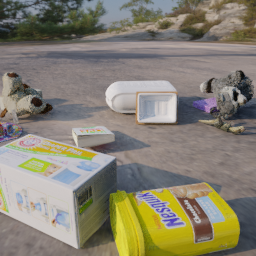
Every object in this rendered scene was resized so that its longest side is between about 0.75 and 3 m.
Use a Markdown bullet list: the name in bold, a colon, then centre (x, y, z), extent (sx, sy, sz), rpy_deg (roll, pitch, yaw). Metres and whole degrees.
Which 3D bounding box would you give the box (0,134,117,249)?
- **box**: centre (-1.522, 1.073, 5.474), extent (2.347, 1.189, 1.320), rpy_deg (12, 24, 27)

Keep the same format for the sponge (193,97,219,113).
- **sponge**: centre (3.716, -1.027, 12.004), extent (1.694, 0.253, 0.945), rpy_deg (-14, 27, -31)

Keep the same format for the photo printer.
- **photo printer**: centre (0.492, -1.354, 11.823), extent (2.846, 0.988, 2.368), rpy_deg (-1, 21, -4)

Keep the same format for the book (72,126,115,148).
- **book**: centre (-1.082, 0.221, 8.485), extent (1.070, 0.385, 1.602), rpy_deg (-6, 10, -15)

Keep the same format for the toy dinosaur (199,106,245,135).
- **toy dinosaur**: centre (3.051, -0.261, 9.483), extent (0.414, 0.769, 1.745), rpy_deg (-37, 37, -27)

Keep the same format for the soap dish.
- **soap dish**: centre (1.030, -0.726, 10.152), extent (1.501, 1.181, 0.610), rpy_deg (0, 3, 1)

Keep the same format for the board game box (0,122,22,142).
- **board game box**: centre (-4.745, 0.027, 9.101), extent (2.386, 0.465, 1.885), rpy_deg (-17, 27, -37)

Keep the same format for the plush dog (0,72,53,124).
- **plush dog**: centre (-3.945, -1.023, 10.869), extent (1.991, 1.598, 1.710), rpy_deg (44, 19, 10)

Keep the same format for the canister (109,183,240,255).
- **canister**: centre (0.720, 1.580, 4.779), extent (1.860, 0.805, 1.381), rpy_deg (-4, 22, -14)

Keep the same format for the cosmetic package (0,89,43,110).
- **cosmetic package**: centre (-4.563, -1.226, 12.062), extent (0.877, 0.592, 1.667), rpy_deg (10, 24, 23)

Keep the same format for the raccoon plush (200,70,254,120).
- **raccoon plush**: centre (3.656, -1.163, 11.406), extent (1.967, 1.420, 2.935), rpy_deg (-36, 10, -23)
